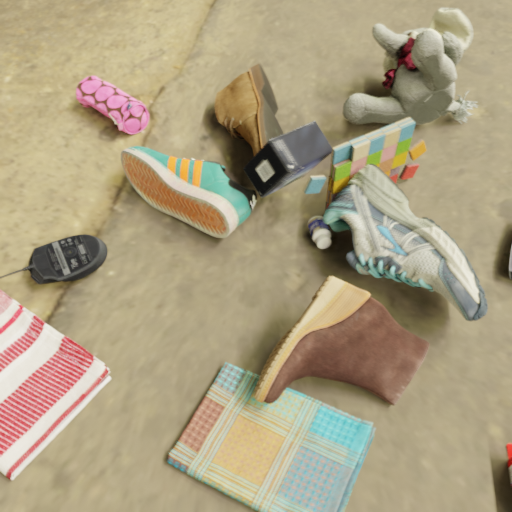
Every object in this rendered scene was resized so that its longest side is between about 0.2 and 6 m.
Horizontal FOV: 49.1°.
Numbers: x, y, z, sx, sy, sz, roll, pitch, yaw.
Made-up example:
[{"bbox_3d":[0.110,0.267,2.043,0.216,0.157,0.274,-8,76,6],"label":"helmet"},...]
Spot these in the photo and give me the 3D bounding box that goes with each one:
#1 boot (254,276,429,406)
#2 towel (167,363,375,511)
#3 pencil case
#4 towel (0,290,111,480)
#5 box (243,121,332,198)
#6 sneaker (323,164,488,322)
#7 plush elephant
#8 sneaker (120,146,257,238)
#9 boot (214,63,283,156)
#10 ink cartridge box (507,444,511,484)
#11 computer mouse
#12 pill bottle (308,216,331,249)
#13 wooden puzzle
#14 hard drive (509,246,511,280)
[{"bbox_3d":[1.268,1.612,8.137,1.889,0.821,2.271,38,76,1],"label":"boot"},{"bbox_3d":[0.236,2.613,7.762,2.431,0.264,1.783,20,51,17],"label":"towel"},{"bbox_3d":[-3.309,-3.422,12.677,1.827,0.829,0.856,33,61,28],"label":"pencil case"},{"bbox_3d":[-3.865,1.759,8.474,2.795,0.318,2.013,28,55,22],"label":"towel"},{"bbox_3d":[0.580,-1.740,10.157,1.134,1.143,0.705,-31,87,-31],"label":"box"},{"bbox_3d":[2.397,-0.002,9.380,1.445,1.299,3.347,-40,53,6],"label":"sneaker"},{"bbox_3d":[3.452,-4.249,12.389,3.008,2.477,2.329,6,57,-34],"label":"plush elephant"},{"bbox_3d":[-1.301,-1.397,10.837,2.904,1.036,1.160,32,49,20],"label":"sneaker"},{"bbox_3d":[-0.121,-2.765,12.099,1.266,1.235,3.356,-21,47,13],"label":"boot"},{"bbox_3d":[3.751,2.980,7.352,0.665,0.385,1.144,6,49,5],"label":"ink cartridge box"},{"bbox_3d":[-3.959,0.361,9.538,2.925,0.498,0.857,-19,60,-18],"label":"computer mouse"},{"bbox_3d":[1.181,-0.425,10.317,0.351,0.351,0.587,-7,45,-6],"label":"pill bottle"},{"bbox_3d":[2.114,-1.614,10.457,2.844,1.687,0.200,-25,56,-17],"label":"wooden puzzle"},{"bbox_3d":[5.094,-0.034,10.013,1.054,0.331,1.563,20,52,16],"label":"hard drive"}]
